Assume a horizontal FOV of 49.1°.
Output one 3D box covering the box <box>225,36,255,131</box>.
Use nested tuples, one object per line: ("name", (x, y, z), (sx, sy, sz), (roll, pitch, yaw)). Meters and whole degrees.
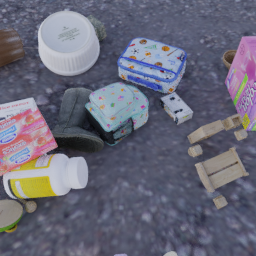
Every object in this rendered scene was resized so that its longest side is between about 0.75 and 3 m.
("box", (4.893, -1.657, 10.408), (1.282, 2.333, 2.652), (-5, 54, -4))

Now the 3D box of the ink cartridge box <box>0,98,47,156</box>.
("ink cartridge box", (-3.922, 0.207, 9.842), (1.693, 0.986, 2.338), (-14, 54, -11))

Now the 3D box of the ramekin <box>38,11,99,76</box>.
("ramekin", (-2.598, -3.780, 12.140), (2.749, 1.280, 2.749), (1, 71, -4))

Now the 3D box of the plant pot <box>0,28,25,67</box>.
("plant pot", (-5.663, -3.501, 12.306), (1.782, 1.800, 1.800), (-26, 57, -28))

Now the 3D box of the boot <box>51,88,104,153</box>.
("boot", (-1.702, -0.377, 10.442), (2.291, 0.914, 2.520), (10, 47, 9))

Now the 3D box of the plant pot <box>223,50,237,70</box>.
("plant pot", (4.787, -2.908, 12.494), (1.180, 0.545, 1.180), (0, 52, 1))

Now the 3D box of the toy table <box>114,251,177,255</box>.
("toy table", (0.489, 4.187, 6.155), (1.576, 2.474, 2.692), (-11, 66, 12))

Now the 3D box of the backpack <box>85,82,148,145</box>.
("backpack", (-0.302, -0.692, 10.178), (2.099, 1.609, 1.845), (-26, 50, -23))

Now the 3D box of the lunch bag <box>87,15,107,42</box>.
("lunch bag", (-1.822, -4.741, 13.708), (1.094, 0.909, 1.304), (-38, 61, -10))

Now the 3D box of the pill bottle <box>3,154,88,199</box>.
("pill bottle", (-2.433, 1.443, 8.496), (2.257, 1.256, 1.256), (-7, 52, 11))

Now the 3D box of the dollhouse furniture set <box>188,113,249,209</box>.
("dollhouse furniture set", (3.208, 1.110, 9.543), (2.174, 1.244, 2.549), (-20, 79, -13))

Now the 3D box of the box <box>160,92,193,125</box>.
("box", (1.887, -0.783, 10.982), (0.724, 0.373, 1.241), (-23, 57, -17))

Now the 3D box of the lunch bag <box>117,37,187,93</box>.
("lunch bag", (1.079, -2.678, 12.022), (2.826, 1.068, 2.265), (20, 57, 16))

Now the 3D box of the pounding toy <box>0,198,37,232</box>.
("pounding toy", (-3.593, 2.683, 8.276), (1.202, 0.722, 1.557), (15, 25, 23))

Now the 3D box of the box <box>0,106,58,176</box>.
("box", (-3.261, 0.420, 8.074), (2.059, 1.056, 0.975), (-27, 53, -14))
